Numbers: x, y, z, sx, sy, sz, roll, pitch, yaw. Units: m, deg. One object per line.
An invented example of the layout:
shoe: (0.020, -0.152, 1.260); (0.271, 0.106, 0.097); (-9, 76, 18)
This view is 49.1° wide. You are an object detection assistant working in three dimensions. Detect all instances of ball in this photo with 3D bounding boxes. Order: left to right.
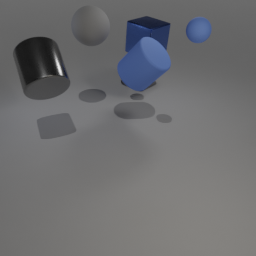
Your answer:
ball: (-1.364, -3.711, 10.217); (1.400, 1.400, 1.400); (0, 32, 0)
ball: (1.984, -2.749, 7.872); (0.700, 0.700, 0.700); (0, 32, 0)

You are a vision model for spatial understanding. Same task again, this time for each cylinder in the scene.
cylinder: (-2.629, -1.787, 8.558); (1.400, 1.400, 1.400); (-15, 74, -22)
cylinder: (0.563, -2.263, 10.041); (1.400, 1.400, 1.400); (22, 51, -30)

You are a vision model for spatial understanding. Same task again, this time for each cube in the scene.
cube: (0.870, -4.068, 12.613); (1.400, 1.400, 1.400); (31, 44, 30)
